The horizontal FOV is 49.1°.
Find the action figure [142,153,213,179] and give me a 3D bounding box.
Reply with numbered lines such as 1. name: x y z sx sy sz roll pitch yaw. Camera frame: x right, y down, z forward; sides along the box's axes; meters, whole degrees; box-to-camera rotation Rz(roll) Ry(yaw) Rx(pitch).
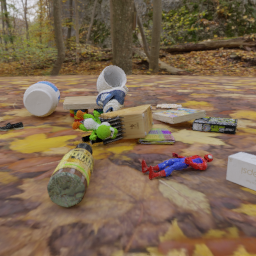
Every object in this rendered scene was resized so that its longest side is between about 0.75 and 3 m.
1. action figure: 1.293 0.847 6.794 1.889 0.488 0.618 -3 11 -24

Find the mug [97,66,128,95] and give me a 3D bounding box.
1. mug: -0.699 -1.975 13.047 1.555 1.148 1.363 30 -27 -15

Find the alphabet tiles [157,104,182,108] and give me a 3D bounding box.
1. alphabet tiles: 2.356 -1.234 16.001 1.389 0.101 1.359 2 13 8

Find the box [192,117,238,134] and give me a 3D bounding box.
1. box: 3.412 -0.131 10.943 1.582 0.350 1.267 6 14 22

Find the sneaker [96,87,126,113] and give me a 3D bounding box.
1. sneaker: -0.828 -0.823 10.655 1.686 0.679 1.235 -16 43 45

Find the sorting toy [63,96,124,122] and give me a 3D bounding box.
1. sorting toy: -1.601 -0.892 12.895 2.541 0.884 2.525 -3 14 -9

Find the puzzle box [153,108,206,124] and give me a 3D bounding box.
1. puzzle box: 2.108 -0.558 11.967 1.466 0.280 2.204 -12 10 -14

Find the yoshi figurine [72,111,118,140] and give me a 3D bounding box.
1. yoshi figurine: -0.897 -0.037 7.515 1.236 0.695 0.692 20 48 15

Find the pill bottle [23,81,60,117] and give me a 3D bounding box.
1. pill bottle: -4.174 -1.423 13.615 1.582 1.582 2.819 -2 12 -9

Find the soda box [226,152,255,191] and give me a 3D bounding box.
1. soda box: 2.923 1.014 5.730 0.547 0.585 1.717 -10 17 -36

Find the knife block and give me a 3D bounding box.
1. knife block: -0.425 -0.141 9.606 2.269 0.827 2.585 -3 13 15

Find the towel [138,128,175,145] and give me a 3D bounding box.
1. towel: 0.913 0.273 9.649 1.192 0.189 1.660 -1 13 -1

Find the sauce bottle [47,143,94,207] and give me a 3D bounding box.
1. sauce bottle: -1.130 0.849 6.087 0.742 0.742 2.293 0 14 -2

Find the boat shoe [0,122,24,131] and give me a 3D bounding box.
1. boat shoe: -4.538 -0.089 10.846 0.937 0.311 0.350 -6 15 -23
